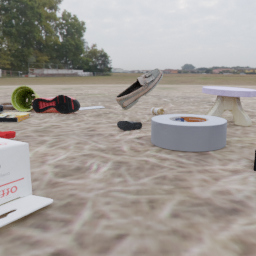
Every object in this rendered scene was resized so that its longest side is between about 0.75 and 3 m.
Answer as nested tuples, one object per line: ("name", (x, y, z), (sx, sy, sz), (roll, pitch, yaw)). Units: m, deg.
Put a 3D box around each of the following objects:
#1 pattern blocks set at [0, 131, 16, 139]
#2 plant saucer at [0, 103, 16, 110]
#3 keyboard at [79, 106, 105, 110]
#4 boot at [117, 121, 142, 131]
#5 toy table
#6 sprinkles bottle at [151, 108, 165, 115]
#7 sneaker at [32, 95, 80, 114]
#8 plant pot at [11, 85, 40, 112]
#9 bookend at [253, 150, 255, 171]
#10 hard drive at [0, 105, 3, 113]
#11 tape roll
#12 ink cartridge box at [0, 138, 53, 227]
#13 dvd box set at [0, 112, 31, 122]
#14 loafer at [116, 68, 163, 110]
("pattern blocks set", (-4.116, 0.425, 6.285), (2.733, 0.222, 2.402), (-2, 11, -11))
("plant saucer", (-5.877, -1.132, 14.405), (1.634, 0.262, 1.634), (0, 10, 0))
("keyboard", (-1.902, -1.014, 14.219), (1.539, 0.082, 0.433), (-10, 15, -40))
("boot", (-0.056, -0.087, 8.938), (0.913, 0.319, 0.601), (6, 3, -32))
("toy table", (3.569, -0.815, 10.078), (1.955, 1.245, 2.127), (-3, 12, -16))
("sprinkles bottle", (1.265, -0.726, 12.004), (0.266, 0.266, 0.780), (-4, 8, -22))
("sneaker", (-3.176, -1.131, 12.815), (2.284, 0.842, 0.991), (2, 10, 14))
("plant pot", (-4.846, -1.379, 13.643), (1.237, 1.237, 1.137), (1, 0, 3))
("bookend", (2.843, 0.559, 5.148), (0.859, 0.396, 0.853), (7, 13, 33))
("hard drive", (-6.347, -0.649, 11.502), (1.577, 0.372, 2.260), (-1, 11, -3))
("tape roll", (1.524, 0.068, 7.115), (1.881, 0.621, 1.881), (0, 12, 0))
("ink cartridge box", (-2.316, 0.609, 3.762), (2.416, 0.815, 1.407), (7, 13, 32))
("dvd box set", (-4.456, -0.423, 10.793), (0.990, 0.199, 1.353), (1, 11, 1))
("loafer", (0.397, -1.465, 9.945), (0.608, 1.933, 0.695), (44, 5, -36))
